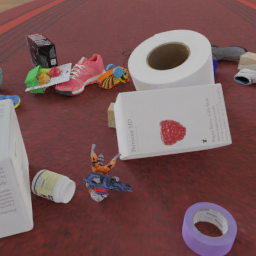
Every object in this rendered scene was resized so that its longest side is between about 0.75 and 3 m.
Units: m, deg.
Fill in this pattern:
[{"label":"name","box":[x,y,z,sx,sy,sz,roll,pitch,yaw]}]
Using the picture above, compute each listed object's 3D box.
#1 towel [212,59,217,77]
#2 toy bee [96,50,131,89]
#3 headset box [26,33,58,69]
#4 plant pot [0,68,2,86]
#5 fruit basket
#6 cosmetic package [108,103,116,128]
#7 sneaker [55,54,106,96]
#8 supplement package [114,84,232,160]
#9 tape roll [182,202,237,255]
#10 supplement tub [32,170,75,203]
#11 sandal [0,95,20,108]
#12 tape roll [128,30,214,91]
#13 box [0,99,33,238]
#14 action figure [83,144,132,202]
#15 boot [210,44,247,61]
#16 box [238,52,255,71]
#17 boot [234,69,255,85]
[{"label":"towel","box":[3.129,-2.510,13.048,1.865,0.626,2.526,5,35,18]},{"label":"toy bee","box":[-0.392,-2.342,12.529,2.062,1.121,1.350,-32,43,0]},{"label":"headset box","box":[-4.141,-3.487,13.463,0.821,1.627,2.190,-19,40,-25]},{"label":"plant pot","box":[-5.974,-1.965,11.935,1.310,0.883,1.310,0,35,0]},{"label":"fruit basket","box":[-3.341,-2.136,11.990,1.869,0.876,1.731,-10,37,0]},{"label":"cosmetic package","box":[0.063,-0.373,9.762,1.464,0.770,0.520,6,37,11]},{"label":"sneaker","box":[-2.125,-2.415,12.252,1.072,1.262,2.910,21,41,28]},{"label":"supplement package","box":[1.133,-0.115,8.004,2.832,1.717,1.696,-7,-8,-9]},{"label":"tape roll","box":[1.798,2.246,6.246,1.122,0.477,1.122,1,35,0]},{"label":"supplement tub","box":[-1.890,1.497,7.152,0.925,0.670,0.670,14,37,18]},{"label":"sandal","box":[-5.111,-1.013,10.649,1.886,0.821,0.749,-13,35,-21]},{"label":"tape roll","box":[1.616,-1.872,10.093,2.845,1.953,2.845,-12,48,13]},{"label":"box","box":[-3.756,1.011,6.436,2.622,2.257,2.635,-11,35,-15]},{"label":"action figure","box":[-0.580,1.274,7.297,1.413,0.739,1.367,28,61,-28]},{"label":"boot","box":[4.820,-3.718,14.681,2.374,0.828,1.563,14,39,37]},{"label":"box","box":[6.455,-3.041,13.611,1.861,0.723,0.884,28,44,35]},{"label":"boot","box":[5.693,-2.151,12.535,1.785,0.657,0.853,21,46,41]}]
